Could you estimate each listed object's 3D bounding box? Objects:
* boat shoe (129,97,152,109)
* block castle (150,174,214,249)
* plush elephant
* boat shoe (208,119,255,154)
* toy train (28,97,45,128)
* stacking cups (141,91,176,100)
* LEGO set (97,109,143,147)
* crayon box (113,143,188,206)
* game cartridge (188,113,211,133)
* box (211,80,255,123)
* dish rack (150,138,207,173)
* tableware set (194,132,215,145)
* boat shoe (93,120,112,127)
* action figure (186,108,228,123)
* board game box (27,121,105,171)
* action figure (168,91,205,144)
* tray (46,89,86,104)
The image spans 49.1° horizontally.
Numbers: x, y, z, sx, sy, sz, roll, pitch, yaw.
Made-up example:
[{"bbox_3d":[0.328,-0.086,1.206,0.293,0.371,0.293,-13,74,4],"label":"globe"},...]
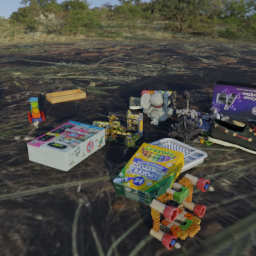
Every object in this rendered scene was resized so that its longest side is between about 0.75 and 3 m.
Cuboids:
[{"bbox_3d":[1.019,-1.313,13.602,1.966,0.588,0.702,-8,12,-15],"label":"boat shoe"},{"bbox_3d":[1.156,1.721,5.846,0.706,1.005,1.504,20,31,38],"label":"block castle"},{"bbox_3d":[1.304,-1.024,12.119,1.418,1.333,1.722,6,23,13],"label":"plush elephant"},{"bbox_3d":[4.070,0.298,9.594,2.570,0.805,0.940,16,23,24],"label":"boat shoe"},{"bbox_3d":[-3.900,-0.692,11.860,0.671,0.917,1.585,-9,24,-19],"label":"toy train"},{"bbox_3d":[1.606,-1.758,15.002,1.854,0.561,0.561,8,23,23],"label":"stacking cups"},{"bbox_3d":[-0.267,-0.125,10.289,1.817,1.053,1.397,15,26,32],"label":"LEGO set"},{"bbox_3d":[0.661,1.085,7.425,1.236,0.507,1.966,12,39,29],"label":"crayon box"},{"bbox_3d":[3.056,-0.266,11.692,1.062,0.314,1.638,-12,25,-17],"label":"game cartridge"},{"bbox_3d":[4.837,-1.155,12.210,2.141,1.511,0.844,12,27,27],"label":"box"},{"bbox_3d":[1.370,0.880,8.727,1.512,0.383,1.761,-17,28,-34],"label":"dish rack"},{"bbox_3d":[2.964,0.342,10.329,0.736,0.168,1.093,18,28,36],"label":"tableware set"},{"bbox_3d":[-0.927,-0.106,11.349,1.016,0.320,0.371,5,11,-4],"label":"boat shoe"},{"bbox_3d":[3.171,-0.453,11.169,1.669,0.579,1.086,8,21,14],"label":"action figure"},{"bbox_3d":[-1.958,0.514,9.256,1.553,0.677,2.106,12,25,25],"label":"board game box"},{"bbox_3d":[2.083,-0.253,10.346,1.313,1.128,2.210,-9,62,14],"label":"action figure"},{"bbox_3d":[-3.354,-1.727,15.170,1.915,0.355,0.944,-14,27,-30],"label":"tray"}]
